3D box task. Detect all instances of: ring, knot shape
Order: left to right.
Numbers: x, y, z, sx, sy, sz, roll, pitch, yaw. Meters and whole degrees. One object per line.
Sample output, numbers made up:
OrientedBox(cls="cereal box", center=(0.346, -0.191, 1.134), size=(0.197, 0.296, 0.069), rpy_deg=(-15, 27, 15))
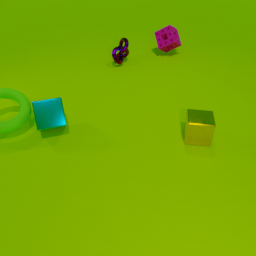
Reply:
OrientedBox(cls="ring", center=(-3.590, -0.531, 8.014), size=(1.580, 0.316, 1.580), rpy_deg=(7, 53, -9))
OrientedBox(cls="knot shape", center=(-0.293, -3.190, 11.903), size=(0.527, 1.067, 1.140), rpy_deg=(24, 84, 6))

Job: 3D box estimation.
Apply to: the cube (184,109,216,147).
OrientedBox(cls="cube", center=(1.972, -0.014, 7.796), size=(0.730, 0.730, 0.730), rpy_deg=(5, 37, 6))

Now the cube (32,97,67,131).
OrientedBox(cls="cube", center=(-2.211, -0.376, 7.961), size=(0.800, 0.800, 0.800), rpy_deg=(-11, 1, -12))

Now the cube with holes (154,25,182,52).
OrientedBox(cls="cube with holes", center=(1.782, -3.958, 12.458), size=(0.796, 0.796, 0.796), rpy_deg=(-18, -7, 32))
